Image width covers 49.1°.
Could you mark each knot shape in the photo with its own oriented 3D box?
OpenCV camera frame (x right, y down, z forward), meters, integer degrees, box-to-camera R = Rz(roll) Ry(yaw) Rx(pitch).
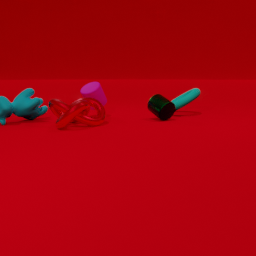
[{"bbox_3d":[-1.571,-0.519,9.109,1.769,0.874,1.891,-5,12,-27],"label":"knot shape"}]

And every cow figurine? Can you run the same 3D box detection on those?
[{"bbox_3d":[-3.785,-0.641,9.689,1.629,0.909,1.655,-35,-20,-6],"label":"cow figurine"}]

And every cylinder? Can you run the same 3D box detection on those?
[{"bbox_3d":[1.205,-0.753,10.143,0.747,0.747,0.747,-7,34,-33],"label":"cylinder"},{"bbox_3d":[-1.311,-1.234,10.792,0.798,0.798,0.798,-15,37,11],"label":"cylinder"}]

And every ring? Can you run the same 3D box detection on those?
[{"bbox_3d":[2.226,-1.124,11.645,1.704,0.341,1.704,-32,5,3],"label":"ring"}]
